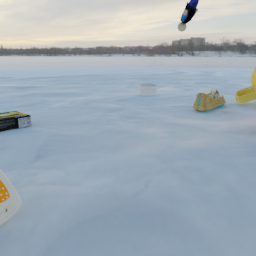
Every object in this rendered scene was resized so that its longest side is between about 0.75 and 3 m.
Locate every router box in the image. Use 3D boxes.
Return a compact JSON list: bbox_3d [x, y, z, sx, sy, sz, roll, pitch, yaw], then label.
[{"bbox_3d":[-3.519,-0.188,7.877,0.975,0.324,1.240,14,20,42],"label":"router box"}]

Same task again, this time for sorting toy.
[{"bbox_3d":[-2.792,0.815,3.210,2.172,1.160,1.955,11,37,36],"label":"sorting toy"}]

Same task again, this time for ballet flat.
[{"bbox_3d":[3.206,-1.140,10.678,0.831,0.763,2.422,9,17,31],"label":"ballet flat"}]

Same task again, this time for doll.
[{"bbox_3d":[2.045,-3.885,9.111,0.372,1.534,1.047,33,32,19],"label":"doll"}]

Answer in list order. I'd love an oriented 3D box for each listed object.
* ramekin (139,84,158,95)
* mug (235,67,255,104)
[{"bbox_3d":[1.044,-1.965,14.361,0.955,0.501,0.955,0,14,0],"label":"ramekin"},{"bbox_3d":[5.766,-1.535,10.973,2.010,2.510,2.061,36,30,4],"label":"mug"}]
